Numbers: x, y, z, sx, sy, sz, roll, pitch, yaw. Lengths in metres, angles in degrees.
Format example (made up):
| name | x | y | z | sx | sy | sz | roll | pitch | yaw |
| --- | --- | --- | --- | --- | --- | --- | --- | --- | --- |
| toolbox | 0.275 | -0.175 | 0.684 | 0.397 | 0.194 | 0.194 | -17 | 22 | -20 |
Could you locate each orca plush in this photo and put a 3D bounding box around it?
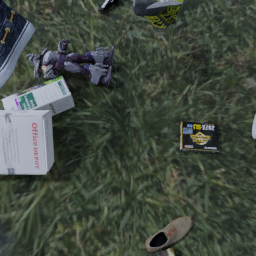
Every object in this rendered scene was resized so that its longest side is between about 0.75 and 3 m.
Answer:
| name | x | y | z | sx | sy | sz | roll | pitch | yaw |
| --- | --- | --- | --- | --- | --- | --- | --- | --- | --- |
| orca plush | -0.580 | -4.999 | 11.073 | 0.466 | 0.689 | 1.310 | 37 | 65 | -18 |

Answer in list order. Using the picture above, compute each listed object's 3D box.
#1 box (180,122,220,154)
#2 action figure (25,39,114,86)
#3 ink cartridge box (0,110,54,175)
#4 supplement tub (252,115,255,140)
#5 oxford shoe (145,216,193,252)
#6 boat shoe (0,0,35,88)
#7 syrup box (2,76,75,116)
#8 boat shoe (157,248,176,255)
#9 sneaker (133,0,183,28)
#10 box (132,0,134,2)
| name | x | y | z | sx | sy | sz | roll | pitch | yaw |
| --- | --- | --- | --- | --- | --- | --- | --- | --- | --- |
| box | 2.241 | 0.302 | 8.814 | 1.179 | 0.291 | 0.942 | 4 | 65 | 2 |
| action figure | -1.983 | -2.261 | 9.494 | 2.957 | 1.026 | 1.924 | 5 | 54 | -3 |
| ink cartridge box | -3.383 | 0.390 | 7.993 | 2.344 | 0.970 | 1.717 | 0 | 104 | -1 |
| supplement tub | 5.387 | 0.029 | 8.095 | 2.968 | 1.819 | 1.819 | 21 | 68 | 8 |
| oxford shoe | 1.159 | 2.860 | 7.528 | 1.483 | 0.555 | 0.523 | -31 | 70 | -13 |
| boat shoe | -2.826 | -1.640 | 5.677 | 0.833 | 1.068 | 2.353 | -17 | 48 | 34 |
| syrup box | -2.847 | -0.799 | 9.005 | 2.030 | 0.827 | 0.799 | -24 | 68 | -11 |
| boat shoe | 1.140 | 3.964 | 7.073 | 0.546 | 0.616 | 1.684 | -16 | 64 | 6 |
| sneaker | 0.938 | -3.267 | 7.934 | 0.851 | 0.967 | 2.286 | 24 | 37 | 28 |
| box | 0.150 | -5.388 | 11.349 | 1.263 | 0.244 | 0.262 | 42 | 73 | 17 |
